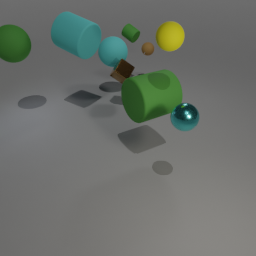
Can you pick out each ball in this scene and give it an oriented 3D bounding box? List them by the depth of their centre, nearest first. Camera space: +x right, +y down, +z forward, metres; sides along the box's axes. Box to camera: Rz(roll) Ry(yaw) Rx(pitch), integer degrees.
[{"bbox_3d":[1.387,-0.265,6.837,0.700,0.700,0.700,0,31,0],"label":"ball"},{"bbox_3d":[1.025,-2.240,6.857,0.700,0.700,0.700,0,31,0],"label":"ball"},{"bbox_3d":[-4.437,-3.214,10.706,1.400,1.400,1.400,0,31,0],"label":"ball"},{"bbox_3d":[-0.714,-3.610,13.293,1.400,1.400,1.400,0,31,0],"label":"ball"},{"bbox_3d":[1.072,-4.266,15.109,0.700,0.700,0.700,0,31,0],"label":"ball"}]

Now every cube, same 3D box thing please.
[{"bbox_3d":[-0.256,-2.466,12.204,0.700,0.700,0.700,32,-16,-16],"label":"cube"}]

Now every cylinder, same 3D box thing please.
[{"bbox_3d":[0.719,-0.998,8.702,1.400,1.400,1.400,-18,35,-26],"label":"cylinder"},{"bbox_3d":[-1.984,-3.566,10.813,1.400,1.400,1.400,30,40,20],"label":"cylinder"},{"bbox_3d":[0.145,-4.837,14.291,0.700,0.700,0.700,41,44,13],"label":"cylinder"}]
